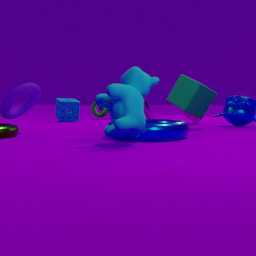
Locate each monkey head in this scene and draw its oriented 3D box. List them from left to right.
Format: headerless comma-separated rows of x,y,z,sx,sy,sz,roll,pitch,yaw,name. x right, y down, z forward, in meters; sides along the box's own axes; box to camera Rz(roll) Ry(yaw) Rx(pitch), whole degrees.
3.850,-0.576,9.602,1.674,1.009,1.204,13,10,29,monkey head

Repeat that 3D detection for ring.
-3.256,0.061,6.482,1.392,0.278,1.392,1,5,0,ring
-2.707,-0.673,7.083,0.236,1.181,1.181,45,13,6,ring
0.447,0.018,6.449,1.893,0.379,1.893,0,5,0,ring

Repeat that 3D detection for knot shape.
-1.032,-0.975,13.847,1.255,0.620,1.341,26,-46,-32,knot shape

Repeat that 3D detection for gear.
2.188,-0.814,10.662,0.280,1.516,1.516,-45,-12,19,gear

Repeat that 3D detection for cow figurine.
0.087,-0.479,5.297,1.363,1.385,0.760,-4,-18,-40,cow figurine

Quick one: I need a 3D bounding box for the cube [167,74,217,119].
1.971,-0.968,8.687,0.918,0.918,0.918,19,15,-38,cube

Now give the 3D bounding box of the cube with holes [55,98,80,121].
-2.577,-0.782,11.909,0.825,0.825,0.825,0,14,-26,cube with holes

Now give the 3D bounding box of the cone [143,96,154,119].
0.525,-0.383,8.557,0.999,0.996,0.996,38,-12,-24,cone
